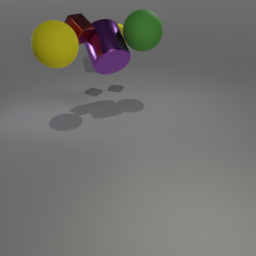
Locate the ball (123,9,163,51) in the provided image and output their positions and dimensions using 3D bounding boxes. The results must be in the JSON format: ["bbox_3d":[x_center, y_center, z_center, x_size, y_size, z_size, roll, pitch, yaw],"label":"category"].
[{"bbox_3d":[0.514,-3.420,9.852,1.400,1.400,1.400,0,29,0],"label":"ball"}]

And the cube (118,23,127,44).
[{"bbox_3d":[-0.296,-4.113,12.370,0.700,0.700,0.700,24,26,-5],"label":"cube"}]

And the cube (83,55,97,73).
[{"bbox_3d":[-1.603,-3.051,13.167,0.700,0.700,0.700,11,31,26],"label":"cube"}]

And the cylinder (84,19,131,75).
[{"bbox_3d":[-0.773,-2.886,10.055,1.400,1.400,1.400,-13,69,-22],"label":"cylinder"}]

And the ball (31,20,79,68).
[{"bbox_3d":[-2.210,-2.533,8.519,1.400,1.400,1.400,0,29,0],"label":"ball"}]

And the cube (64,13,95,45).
[{"bbox_3d":[-1.682,-3.267,9.302,0.700,0.700,0.700,47,40,2],"label":"cube"}]
